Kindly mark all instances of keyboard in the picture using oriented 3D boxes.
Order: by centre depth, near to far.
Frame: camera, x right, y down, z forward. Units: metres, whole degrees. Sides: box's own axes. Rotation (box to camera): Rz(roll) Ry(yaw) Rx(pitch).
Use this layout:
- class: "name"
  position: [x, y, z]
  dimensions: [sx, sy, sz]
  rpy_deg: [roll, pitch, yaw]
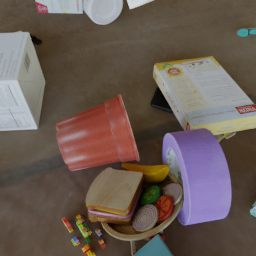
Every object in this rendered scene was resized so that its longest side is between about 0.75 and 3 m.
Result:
- class: "keyboard"
  position: [1.553, -1.203, 8.647]
  dimensions: [1.264, 0.205, 1.990]
  rpy_deg: [17, 56, 14]

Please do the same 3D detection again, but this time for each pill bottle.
- class: "pill bottle"
  position: [-1.377, -5.286, 10.920]
  dimensions: [1.432, 1.432, 2.514]
  rpy_deg: [-24, 57, -17]

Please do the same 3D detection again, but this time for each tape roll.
- class: "tape roll"
  position: [1.357, 0.997, 5.918]
  dimensions: [0.815, 1.917, 1.917]
  rpy_deg: [-7, 54, -6]

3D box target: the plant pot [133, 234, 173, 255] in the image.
- class: "plant pot"
  position: [0.559, 2.920, 5.108]
  dimensions: [1.002, 1.002, 1.418]
  rpy_deg: [-32, 67, -22]

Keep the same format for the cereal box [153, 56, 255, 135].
- class: "cereal box"
  position: [2.081, -0.968, 7.839]
  dimensions: [1.996, 0.548, 2.774]
  rpy_deg: [-9, 48, -12]

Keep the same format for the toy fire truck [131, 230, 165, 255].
- class: "toy fire truck"
  position: [0.334, 2.249, 5.950]
  dimensions: [0.803, 0.278, 1.139]
  rpy_deg: [-12, 54, -18]

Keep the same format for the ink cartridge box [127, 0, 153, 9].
- class: "ink cartridge box"
  position: [0.626, -3.292, 6.311]
  dimensions: [2.053, 0.693, 1.196]
  rpy_deg: [-25, 20, -8]

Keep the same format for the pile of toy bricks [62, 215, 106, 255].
- class: "pile of toy bricks"
  position: [-0.926, 2.193, 5.894]
  dimensions: [0.599, 0.533, 1.079]
  rpy_deg: [-32, 60, -22]

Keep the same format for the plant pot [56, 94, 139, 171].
- class: "plant pot"
  position: [-0.748, 0.220, 6.793]
  dimensions: [1.655, 1.702, 1.702]
  rpy_deg: [-16, 55, -1]

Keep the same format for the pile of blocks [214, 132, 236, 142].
- class: "pile of blocks"
  position: [2.259, 0.048, 7.562]
  dimensions: [1.372, 0.426, 0.563]
  rpy_deg: [-5, 53, -3]

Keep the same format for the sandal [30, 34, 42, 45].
- class: "sandal"
  position: [-3.505, -3.280, 10.187]
  dimensions: [0.858, 0.193, 0.322]
  rpy_deg: [24, 57, 17]

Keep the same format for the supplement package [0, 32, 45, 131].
- class: "supplement package"
  position: [-3.807, -1.199, 7.565]
  dimensions: [2.520, 1.898, 1.912]
  rpy_deg: [-3, 53, -2]

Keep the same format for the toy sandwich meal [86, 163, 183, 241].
- class: "toy sandwich meal"
  position: [0.128, 1.404, 5.972]
  dimensions: [2.103, 0.720, 2.103]
  rpy_deg: [-18, 32, 12]

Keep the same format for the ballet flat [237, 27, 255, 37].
- class: "ballet flat"
  position: [4.427, -3.562, 10.387]
  dimensions: [0.923, 0.311, 0.294]
  rpy_deg: [-6, 26, -6]

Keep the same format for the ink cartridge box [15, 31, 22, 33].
- class: "ink cartridge box"
  position: [-4.587, -2.372, 9.321]
  dimensions: [2.630, 0.516, 1.308]
  rpy_deg: [-22, 57, -17]

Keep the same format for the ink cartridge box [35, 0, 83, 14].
- class: "ink cartridge box"
  position: [-1.884, -3.816, 7.688]
  dimensions: [1.270, 0.923, 0.918]
  rpy_deg: [-2, 72, -9]

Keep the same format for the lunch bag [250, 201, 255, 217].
- class: "lunch bag"
  position: [3.896, 1.614, 5.964]
  dimensions: [1.873, 1.142, 1.595]
  rpy_deg: [30, 58, 27]
